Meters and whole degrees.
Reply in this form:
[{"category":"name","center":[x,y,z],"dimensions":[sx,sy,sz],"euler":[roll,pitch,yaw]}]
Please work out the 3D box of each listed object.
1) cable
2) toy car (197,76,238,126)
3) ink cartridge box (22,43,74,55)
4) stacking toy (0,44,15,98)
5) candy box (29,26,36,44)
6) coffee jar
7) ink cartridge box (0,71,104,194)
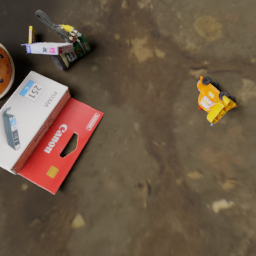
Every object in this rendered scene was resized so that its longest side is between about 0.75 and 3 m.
[{"category":"cable","center":[-2.041,-2.978,8.296],"dimensions":[1.467,0.713,0.369],"euler":[36,74,7]},{"category":"toy car","center":[2.122,-0.763,7.501],"dimensions":[1.336,2.723,0.906],"euler":[44,112,14]},{"category":"ink cartridge box","center":[-2.340,-2.322,8.146],"dimensions":[1.306,0.779,0.274],"euler":[11,115,22]},{"category":"stacking toy","center":[-4.411,-1.659,7.327],"dimensions":[2.053,2.810,2.053],"euler":[0,94,-3]},{"category":"candy box","center":[-3.122,-2.896,9.165],"dimensions":[0.100,0.387,0.758],"euler":[-6,71,4]},{"category":"coffee jar","center":[-1.829,-2.405,8.864],"dimensions":[1.258,0.656,0.537],"euler":[-41,54,-13]},{"category":"ink cartridge box","center":[-2.440,0.029,7.963],"dimensions":[2.493,0.633,2.830],"euler":[25,68,9]}]
